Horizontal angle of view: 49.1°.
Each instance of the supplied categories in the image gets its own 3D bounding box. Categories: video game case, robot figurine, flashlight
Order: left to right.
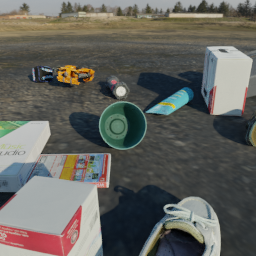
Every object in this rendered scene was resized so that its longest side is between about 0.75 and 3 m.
[{"bbox_3d":[-1.363,0.995,6.692,1.852,0.162,1.324,-1,23,-1],"label":"video game case"},{"bbox_3d":[-2.521,-2.559,13.420,1.791,0.719,2.471,12,17,7],"label":"robot figurine"},{"bbox_3d":[-0.500,-1.908,12.591,0.727,0.730,2.148,16,19,-18],"label":"flashlight"}]

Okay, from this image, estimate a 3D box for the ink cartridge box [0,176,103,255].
[{"bbox_3d":[-1.014,1.573,3.841,1.031,1.425,1.036,4,24,15],"label":"ink cartridge box"}]

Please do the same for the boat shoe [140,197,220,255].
[{"bbox_3d":[0.705,1.783,4.017,1.013,0.881,2.748,14,28,29],"label":"boat shoe"}]

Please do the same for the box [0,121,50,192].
[{"bbox_3d":[-3.343,0.591,7.158,2.062,0.519,2.857,-1,24,-2],"label":"box"}]

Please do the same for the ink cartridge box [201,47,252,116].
[{"bbox_3d":[3.715,-1.945,10.961,1.198,2.065,2.862,3,24,7],"label":"ink cartridge box"}]

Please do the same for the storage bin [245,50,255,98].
[{"bbox_3d":[5.729,-2.213,12.144,2.450,1.783,1.646,-12,36,18],"label":"storage bin"}]

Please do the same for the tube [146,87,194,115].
[{"bbox_3d":[1.704,-0.941,10.709,0.897,0.584,2.318,4,25,41],"label":"tube"}]

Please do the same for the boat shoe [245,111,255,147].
[{"bbox_3d":[3.923,-0.031,8.487,0.655,0.712,1.994,-16,18,49],"label":"boat shoe"}]

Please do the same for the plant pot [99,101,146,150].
[{"bbox_3d":[-0.227,-0.053,7.819,1.264,1.264,1.015,-5,0,-12],"label":"plant pot"}]

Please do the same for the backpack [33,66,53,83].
[{"bbox_3d":[-4.337,-2.750,14.388,0.621,0.843,0.924,-5,4,36],"label":"backpack"}]
